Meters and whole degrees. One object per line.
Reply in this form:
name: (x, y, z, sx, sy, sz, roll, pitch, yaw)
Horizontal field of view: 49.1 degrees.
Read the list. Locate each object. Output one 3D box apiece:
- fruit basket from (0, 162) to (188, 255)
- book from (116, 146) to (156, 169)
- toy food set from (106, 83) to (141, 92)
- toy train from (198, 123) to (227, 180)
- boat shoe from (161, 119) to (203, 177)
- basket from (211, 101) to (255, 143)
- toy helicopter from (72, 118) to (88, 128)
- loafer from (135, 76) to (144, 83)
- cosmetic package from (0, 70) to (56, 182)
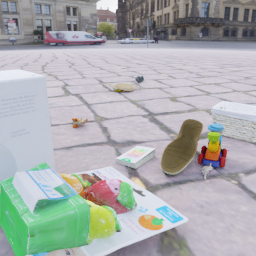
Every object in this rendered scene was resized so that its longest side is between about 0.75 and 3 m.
fruit basket: (-0.783, 1.378, 5.379, 2.942, 1.379, 2.725, -11, 23, -35)
book: (0.246, 0.862, 8.424, 0.720, 0.259, 1.078, 10, 24, 36)
toy food set: (-0.241, -2.438, 17.286, 1.956, 0.393, 1.350, -6, 28, -31)
toy train: (2.392, 0.598, 7.911, 0.761, 1.041, 1.799, 7, 21, 21)
boat shoe: (1.642, 0.658, 8.198, 0.858, 0.760, 2.344, 18, 44, 26)
basket: (4.015, -0.243, 10.171, 1.723, 1.063, 1.168, 14, 25, 36)
toy helicopter: (-1.941, -0.297, 11.383, 0.622, 0.371, 0.940, -5, 13, -8)
loafer: (0.753, -3.425, 19.866, 0.426, 0.486, 1.354, -13, 7, 25)
cosmetic package: (-3.317, 0.263, 6.247, 2.799, 2.808, 1.726, -15, 26, -37)
